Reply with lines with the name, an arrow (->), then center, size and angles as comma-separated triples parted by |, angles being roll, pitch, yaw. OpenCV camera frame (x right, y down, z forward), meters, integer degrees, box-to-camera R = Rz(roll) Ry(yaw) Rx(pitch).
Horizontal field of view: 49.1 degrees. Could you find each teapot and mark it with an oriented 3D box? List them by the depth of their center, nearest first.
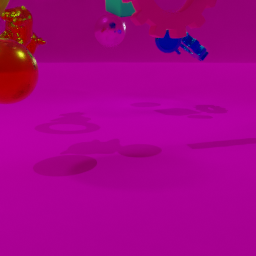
teapot -> 1.248, -2.852, 8.848 | 0.843, 1.356, 0.664 | -36, 15, 21

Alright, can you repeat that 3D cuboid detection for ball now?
ball -> -2.113, -0.962, 4.805 | 1.112, 1.112, 1.112 | 0, 15, 0
ball -> -0.720, -3.851, 11.092 | 1.245, 1.245, 1.245 | 0, 15, 0

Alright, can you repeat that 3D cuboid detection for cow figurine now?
cow figurine -> -3.211, -3.003, 8.673 | 0.919, 1.675, 1.648 | 27, 39, 3

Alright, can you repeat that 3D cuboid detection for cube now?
cube -> -0.046, -4.336, 9.170 | 1.061, 1.061, 1.061 | -19, 40, -25

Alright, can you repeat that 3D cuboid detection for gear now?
gear -> 0.844, -2.809, 5.528 | 1.962, 1.962, 0.363 | -4, 19, -16
gear -> 2.109, -3.168, 10.322 | 1.871, 0.346, 1.871 | 36, 13, -9

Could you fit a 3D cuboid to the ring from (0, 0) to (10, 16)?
ring -> -3.521, -3.276, 7.004 | 1.868, 1.868, 0.374 | 11, -9, 37
